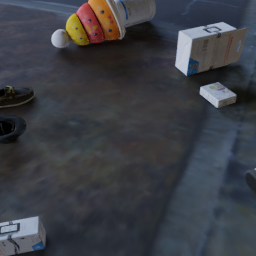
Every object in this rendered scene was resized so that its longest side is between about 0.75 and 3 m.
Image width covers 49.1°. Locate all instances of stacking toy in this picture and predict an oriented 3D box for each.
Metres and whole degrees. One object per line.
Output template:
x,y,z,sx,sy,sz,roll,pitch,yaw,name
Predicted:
-1.795,-4.152,11.712,2.959,2.162,2.162,-30,47,-3,stacking toy

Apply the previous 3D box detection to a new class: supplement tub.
0.156,-5.542,13.217,2.017,1.331,1.331,-26,49,-27,supplement tub

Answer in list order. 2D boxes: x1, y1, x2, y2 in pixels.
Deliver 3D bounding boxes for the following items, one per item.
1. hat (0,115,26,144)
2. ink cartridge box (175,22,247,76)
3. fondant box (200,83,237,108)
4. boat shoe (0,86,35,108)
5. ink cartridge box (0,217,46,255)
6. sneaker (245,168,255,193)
-3.398,0.136,7.619,1.233,0.497,1.233,7,39,-6,hat
3.044,-2.976,10.342,2.443,1.415,0.815,-17,43,-19,ink cartridge box
2.890,-1.080,9.023,0.698,0.282,0.967,-16,40,-16,fondant box
-3.845,-1.006,8.827,1.768,0.532,0.630,-20,46,-21,boat shoe
-2.203,2.100,5.335,1.116,0.647,0.378,-8,43,-7,ink cartridge box
3.451,1.493,6.036,0.953,0.594,1.778,-14,41,-11,sneaker
